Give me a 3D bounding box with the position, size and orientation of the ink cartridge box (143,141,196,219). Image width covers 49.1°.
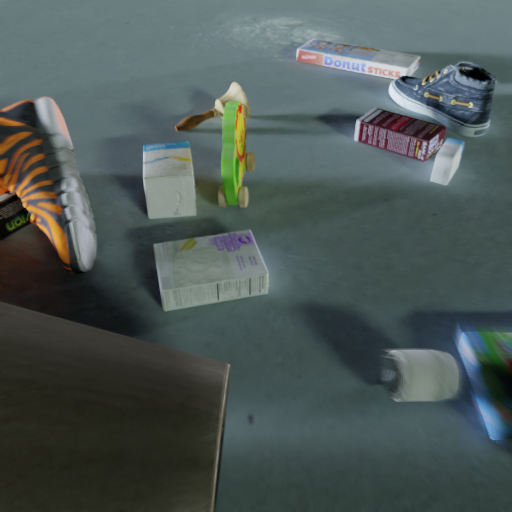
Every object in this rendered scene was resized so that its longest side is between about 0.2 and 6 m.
[{"bbox_3d":[-1.560,-1.366,10.087,0.865,0.880,1.196,-6,39,-7],"label":"ink cartridge box"}]

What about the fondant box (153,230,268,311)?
[{"bbox_3d":[-0.709,0.189,8.488,1.569,0.457,1.132,-8,39,-12],"label":"fondant box"}]

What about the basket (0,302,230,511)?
[{"bbox_3d":[-1.774,1.703,5.441,2.912,1.980,2.625,5,62,-1],"label":"basket"}]

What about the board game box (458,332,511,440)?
[{"bbox_3d":[3.650,1.552,6.834,1.936,0.354,1.465,1,36,1],"label":"board game box"}]

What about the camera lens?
[{"bbox_3d":[1.936,1.427,6.694,0.751,0.601,0.601,1,38,-10],"label":"camera lens"}]

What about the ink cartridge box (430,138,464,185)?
[{"bbox_3d":[3.721,-1.836,10.902,0.348,0.594,0.822,19,43,22],"label":"ink cartridge box"}]

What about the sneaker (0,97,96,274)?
[{"bbox_3d":[-3.624,-0.960,8.860,1.682,1.165,3.002,-18,74,-6],"label":"sneaker"}]

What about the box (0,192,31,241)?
[{"bbox_3d":[-5.546,-0.542,9.186,2.241,0.707,4.072,23,44,26],"label":"box"}]

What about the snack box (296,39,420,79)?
[{"bbox_3d":[2.820,-5.521,15.655,3.223,0.392,1.159,19,42,22],"label":"snack box"}]

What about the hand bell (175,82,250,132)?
[{"bbox_3d":[-1.059,-3.200,12.651,1.672,0.871,0.871,-27,45,-13],"label":"hand bell"}]

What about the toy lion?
[{"bbox_3d":[-0.388,-1.877,9.955,0.545,1.522,1.588,2,49,8],"label":"toy lion"}]

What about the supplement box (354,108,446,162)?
[{"bbox_3d":[3.047,-2.598,11.921,1.659,0.505,0.903,25,44,29],"label":"supplement box"}]

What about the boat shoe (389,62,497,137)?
[{"bbox_3d":[4.297,-3.929,12.930,1.025,1.315,2.897,-22,43,-25],"label":"boat shoe"}]
